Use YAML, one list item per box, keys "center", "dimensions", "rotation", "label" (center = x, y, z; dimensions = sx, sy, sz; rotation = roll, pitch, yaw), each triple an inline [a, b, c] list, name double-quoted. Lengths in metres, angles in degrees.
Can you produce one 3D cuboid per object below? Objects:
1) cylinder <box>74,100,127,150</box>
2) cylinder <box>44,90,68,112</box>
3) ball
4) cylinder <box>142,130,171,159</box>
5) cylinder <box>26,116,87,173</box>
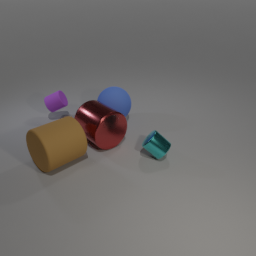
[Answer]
- center: [-0.981, -0.135, 10.007]
  dimensions: [1.400, 1.400, 1.400]
  rotation: [-22, 35, -34]
  label: "cylinder"
- center: [-2.955, -1.096, 11.529]
  dimensions: [0.700, 0.700, 0.700]
  rotation: [-23, 26, 13]
  label: "cylinder"
- center: [-0.562, -0.980, 11.382]
  dimensions: [1.400, 1.400, 1.400]
  rotation: [0, 29, 0]
  label: "ball"
- center: [0.934, 0.546, 9.216]
  dimensions: [0.700, 0.700, 0.700]
  rotation: [40, 30, -9]
  label: "cylinder"
- center: [-2.246, 0.492, 8.858]
  dimensions: [1.400, 1.400, 1.400]
  rotation: [-25, 37, -38]
  label: "cylinder"
